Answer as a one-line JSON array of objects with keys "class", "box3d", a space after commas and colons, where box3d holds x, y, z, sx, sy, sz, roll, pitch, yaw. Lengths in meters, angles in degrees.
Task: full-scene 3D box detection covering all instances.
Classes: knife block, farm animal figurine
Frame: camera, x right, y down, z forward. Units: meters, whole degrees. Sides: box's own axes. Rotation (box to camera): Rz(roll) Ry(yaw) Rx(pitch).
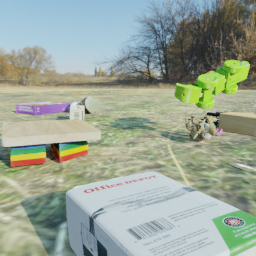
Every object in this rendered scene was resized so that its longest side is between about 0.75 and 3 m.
[{"class": "knife block", "box3d": [3.534, -0.201, 9.747, 1.677, 0.611, 1.910, 1, 10, 11]}, {"class": "farm animal figurine", "box3d": [2.203, 0.104, 8.281, 0.917, 0.571, 1.135, 0, 25, 0]}]

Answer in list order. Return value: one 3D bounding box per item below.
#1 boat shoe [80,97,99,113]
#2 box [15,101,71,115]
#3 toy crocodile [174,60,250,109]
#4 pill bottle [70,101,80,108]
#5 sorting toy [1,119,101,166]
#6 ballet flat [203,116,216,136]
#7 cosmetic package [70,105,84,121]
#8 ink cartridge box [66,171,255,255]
[{"class": "boat shoe", "box3d": [-2.137, -1.204, 14.917, 0.727, 0.861, 2.415, 0, 3, 7]}, {"class": "box", "box3d": [-4.509, -1.116, 15.232, 1.713, 0.490, 2.504, 7, 12, 34]}, {"class": "toy crocodile", "box3d": [2.612, -1.386, 8.399, 2.791, 0.942, 0.862, -28, 45, -23]}, {"class": "pill bottle", "box3d": [-2.814, -1.101, 14.965, 0.585, 0.585, 1.006, -1, 11, -8]}, {"class": "sorting toy", "box3d": [-1.866, 0.302, 6.614, 1.979, 0.693, 1.991, -4, 11, -23]}, {"class": "ballet flat", "box3d": [2.169, -0.055, 7.524, 0.272, 0.297, 0.864, 10, 29, 5]}, {"class": "cosmetic package", "box3d": [-2.143, -0.591, 11.880, 0.548, 0.649, 1.256, 0, 11, -7]}, {"class": "ink cartridge box", "box3d": [0.266, 1.013, 2.590, 1.205, 0.683, 1.644, -6, 12, -30]}]
